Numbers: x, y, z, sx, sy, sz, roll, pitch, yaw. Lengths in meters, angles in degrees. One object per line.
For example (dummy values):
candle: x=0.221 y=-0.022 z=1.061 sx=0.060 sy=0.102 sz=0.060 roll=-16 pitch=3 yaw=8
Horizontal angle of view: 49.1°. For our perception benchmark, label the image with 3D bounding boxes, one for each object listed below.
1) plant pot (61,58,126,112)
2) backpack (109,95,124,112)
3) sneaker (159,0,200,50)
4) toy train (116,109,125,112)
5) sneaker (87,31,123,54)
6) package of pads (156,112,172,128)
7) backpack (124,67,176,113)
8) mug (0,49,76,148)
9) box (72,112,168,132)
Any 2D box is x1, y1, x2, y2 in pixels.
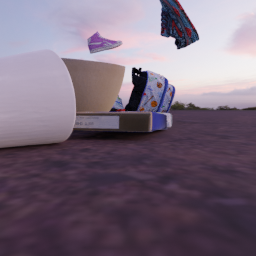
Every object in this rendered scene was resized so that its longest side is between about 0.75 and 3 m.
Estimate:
plant pot: x=-1.620 y=-1.032 z=8.644 sx=2.932 sy=1.968 sz=2.932 roll=5 pitch=9 yaw=-1
backpack: x=-1.082 y=-0.839 z=11.119 sx=1.988 sy=1.529 sz=1.622 roll=13 pitch=-37 yaw=-29
sneaker: x=1.531 y=-3.660 z=9.754 sx=1.132 sy=2.370 sz=0.940 roll=-32 pitch=35 yaw=22
toy train: x=-0.444 y=-0.341 z=10.128 sx=0.790 sy=0.578 sz=1.365 roll=-12 pitch=7 yaw=-13
sneaker: x=-0.797 y=-2.996 z=9.551 sx=1.189 sy=0.678 sz=0.431 roll=-15 pitch=10 yaw=-10
package of pads: x=0.659 y=-0.262 z=8.947 sx=1.409 sy=0.480 sz=1.088 roll=0 pitch=2 yaw=1
backpack: x=0.868 y=-1.259 z=11.772 sx=1.926 sy=2.501 sz=2.382 roll=13 pitch=7 yaw=-3
mug: x=-2.089 y=-0.242 z=4.758 sx=1.736 sy=2.114 sz=1.693 roll=-15 pitch=46 yaw=-39
box: x=-0.029 y=-0.155 z=7.090 sx=1.783 sy=0.477 sz=2.944 roll=1 pitch=0 yaw=15
